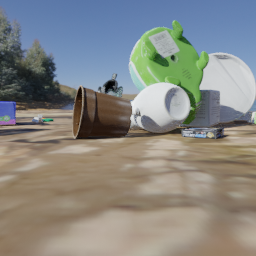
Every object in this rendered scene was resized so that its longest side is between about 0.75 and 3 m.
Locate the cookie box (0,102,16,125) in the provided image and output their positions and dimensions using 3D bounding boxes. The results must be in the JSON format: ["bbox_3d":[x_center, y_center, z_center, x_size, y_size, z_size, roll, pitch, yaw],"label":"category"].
[{"bbox_3d":[-5.232,-0.538,10.092,1.922,0.844,2.247,-3,5,-31],"label":"cookie box"}]

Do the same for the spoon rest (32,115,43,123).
[{"bbox_3d":[-3.754,-0.335,11.738,0.477,0.291,0.960,-1,-9,-26],"label":"spoon rest"}]

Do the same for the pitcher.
[{"bbox_3d":[0.419,-0.428,7.247,1.750,1.236,2.039,-10,0,-32],"label":"pitcher"}]

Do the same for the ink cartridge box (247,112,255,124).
[{"bbox_3d":[5.314,-0.420,11.157,0.785,0.451,1.341,1,4,8],"label":"ink cartridge box"}]

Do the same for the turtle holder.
[{"bbox_3d":[1.242,-1.590,8.362,2.659,2.021,1.888,32,-27,-11],"label":"turtle holder"}]

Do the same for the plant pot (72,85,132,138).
[{"bbox_3d":[-0.557,-0.273,6.033,1.107,1.118,1.118,7,2,-20],"label":"plant pot"}]

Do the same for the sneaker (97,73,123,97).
[{"bbox_3d":[-0.421,-0.891,9.064,0.951,1.712,2.447,1,4,8],"label":"sneaker"}]

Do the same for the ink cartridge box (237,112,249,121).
[{"bbox_3d":[5.755,-0.705,13.628,2.709,0.679,2.197,-2,4,16],"label":"ink cartridge box"}]

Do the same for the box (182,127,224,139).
[{"bbox_3d":[1.679,0.101,6.248,0.764,0.190,0.759,2,4,31],"label":"box"}]

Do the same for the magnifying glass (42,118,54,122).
[{"bbox_3d":[-3.724,-0.363,12.694,0.506,0.142,1.270,-3,7,-28],"label":"magnifying glass"}]

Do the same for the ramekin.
[{"bbox_3d":[3.610,-1.525,11.522,2.852,2.852,1.328,0,-6,-3],"label":"ramekin"}]

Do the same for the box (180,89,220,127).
[{"bbox_3d":[2.152,-0.706,9.840,1.829,1.202,1.839,2,6,28],"label":"box"}]
